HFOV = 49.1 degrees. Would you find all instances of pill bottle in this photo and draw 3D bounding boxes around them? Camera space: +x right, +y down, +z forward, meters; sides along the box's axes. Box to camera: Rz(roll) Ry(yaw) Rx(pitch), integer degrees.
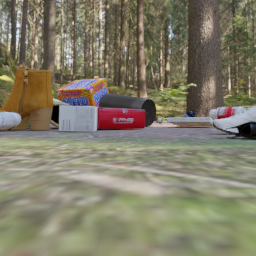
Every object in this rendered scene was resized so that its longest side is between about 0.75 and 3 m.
[{"bbox_3d":[6.678,-0.826,18.939,2.124,1.192,1.192,2,2,44],"label":"pill bottle"}]

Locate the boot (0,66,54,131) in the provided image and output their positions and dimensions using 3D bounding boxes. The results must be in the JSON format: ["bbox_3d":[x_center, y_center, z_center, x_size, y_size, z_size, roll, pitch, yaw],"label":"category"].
[{"bbox_3d":[-3.599,-0.951,9.177,2.851,2.041,1.003,0,1,24],"label":"boot"}]

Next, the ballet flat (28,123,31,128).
[{"bbox_3d":[-4.047,-0.171,11.611,1.353,0.470,0.470,1,1,-39],"label":"ballet flat"}]

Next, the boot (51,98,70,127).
[{"bbox_3d":[-2.546,-0.504,11.080,2.229,1.044,2.868,20,-5,46],"label":"boot"}]

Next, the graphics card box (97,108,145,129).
[{"bbox_3d":[-0.923,-0.348,10.512,1.857,0.753,2.961,-1,3,-32],"label":"graphics card box"}]

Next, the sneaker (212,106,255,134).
[{"bbox_3d":[2.786,-0.183,6.680,1.544,0.672,0.575,-1,2,1],"label":"sneaker"}]

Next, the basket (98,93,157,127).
[{"bbox_3d":[0.070,-0.842,13.867,2.359,1.604,2.127,7,-16,41],"label":"basket"}]

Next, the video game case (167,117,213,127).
[{"bbox_3d":[2.912,-0.253,12.594,1.784,0.218,2.495,1,-4,22],"label":"video game case"}]

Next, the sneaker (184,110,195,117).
[{"bbox_3d":[3.229,-0.574,14.441,0.509,0.458,1.307,-38,-16,4],"label":"sneaker"}]

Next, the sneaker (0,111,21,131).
[{"bbox_3d":[-3.883,-0.162,7.945,1.541,0.579,0.886,-6,3,-12],"label":"sneaker"}]

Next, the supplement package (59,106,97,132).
[{"bbox_3d":[-1.445,-0.274,8.296,1.003,0.738,0.959,1,2,-3],"label":"supplement package"}]

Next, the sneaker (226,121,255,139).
[{"bbox_3d":[2.363,0.046,4.910,0.607,0.349,1.163,-1,-3,-31],"label":"sneaker"}]

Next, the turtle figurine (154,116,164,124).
[{"bbox_3d":[1.457,-0.955,17.700,1.737,1.792,1.289,20,-38,4],"label":"turtle figurine"}]

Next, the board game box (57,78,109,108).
[{"bbox_3d":[-2.520,-1.576,16.688,2.180,2.179,2.179,1,25,22],"label":"board game box"}]
